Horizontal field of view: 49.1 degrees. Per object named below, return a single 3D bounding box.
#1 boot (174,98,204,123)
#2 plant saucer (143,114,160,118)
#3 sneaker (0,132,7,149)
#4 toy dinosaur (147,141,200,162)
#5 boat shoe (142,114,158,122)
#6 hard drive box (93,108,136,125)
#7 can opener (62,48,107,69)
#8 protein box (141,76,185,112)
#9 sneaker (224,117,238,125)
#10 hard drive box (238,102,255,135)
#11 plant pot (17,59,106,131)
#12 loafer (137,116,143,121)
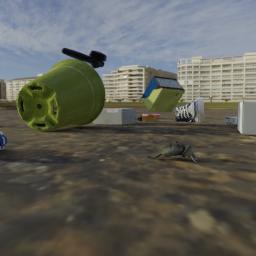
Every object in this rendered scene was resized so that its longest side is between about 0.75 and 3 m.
[{"bbox_3d":[2.613,-0.641,12.152,1.213,0.977,2.685,-2,-10,10],"label":"boot"},{"bbox_3d":[1.576,-0.773,18.668,1.145,0.290,1.145,0,6,0],"label":"plant saucer"},{"bbox_3d":[-2.629,0.212,5.333,0.668,0.571,1.517,-4,7,-34],"label":"sneaker"},{"bbox_3d":[0.754,0.380,4.799,0.866,0.333,0.443,3,-2,-3],"label":"toy dinosaur"},{"bbox_3d":[1.289,-0.546,15.400,0.417,0.418,1.160,-5,1,-36],"label":"boat shoe"},{"bbox_3d":[-0.602,-0.572,13.565,1.511,0.744,1.939,1,5,20],"label":"hard drive box"},{"bbox_3d":[-1.194,-1.926,7.584,1.211,0.476,0.384,14,10,-8],"label":"can opener"},{"bbox_3d":[1.220,-1.170,9.871,1.055,1.048,0.712,0,45,-33],"label":"protein box"},{"bbox_3d":[4.758,-0.311,12.519,0.655,0.428,1.139,-1,0,-3],"label":"sneaker"},{"bbox_3d":[4.913,-0.307,8.786,2.650,1.017,2.065,1,4,17],"label":"hard drive box"},{"bbox_3d":[-2.640,-1.059,10.596,2.845,2.845,2.702,1,18,16],"label":"plant pot"},{"bbox_3d":[0.763,-0.563,16.199,0.288,0.279,0.821,12,13,26],"label":"loafer"}]
